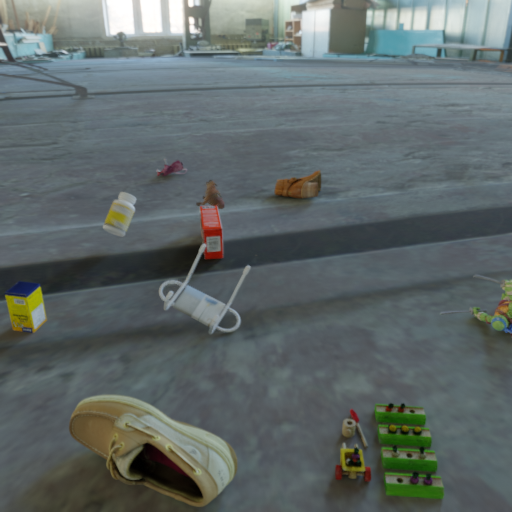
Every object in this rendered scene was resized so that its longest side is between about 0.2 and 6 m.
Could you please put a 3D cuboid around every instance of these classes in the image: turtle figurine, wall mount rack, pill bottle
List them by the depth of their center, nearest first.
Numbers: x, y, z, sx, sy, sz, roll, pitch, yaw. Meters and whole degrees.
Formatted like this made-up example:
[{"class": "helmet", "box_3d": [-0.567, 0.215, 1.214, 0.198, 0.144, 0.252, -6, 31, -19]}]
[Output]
[{"class": "wall mount rack", "box_3d": [-0.805, 0.558, 9.201, 1.472, 0.549, 1.279, 27, 51, 7]}, {"class": "turtle figurine", "box_3d": [3.977, 0.678, 9.242, 1.276, 0.918, 1.237, 27, 32, 37]}, {"class": "pill bottle", "box_3d": [-2.908, -0.899, 12.042, 0.489, 0.878, 0.489, 19, -14, 5]}]

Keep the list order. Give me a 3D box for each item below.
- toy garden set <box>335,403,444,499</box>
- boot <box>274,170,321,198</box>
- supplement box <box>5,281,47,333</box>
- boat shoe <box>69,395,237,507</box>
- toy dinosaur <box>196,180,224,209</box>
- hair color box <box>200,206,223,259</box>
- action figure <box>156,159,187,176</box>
[{"class": "toy garden set", "box_3d": [1.532, 2.209, 6.723, 1.174, 0.281, 1.409, 2, 25, 5]}, {"class": "boot", "box_3d": [1.165, -1.950, 15.326, 1.176, 0.581, 1.514, 2, 32, 14]}, {"class": "supplement box", "box_3d": [-3.741, 0.833, 9.110, 0.396, 0.723, 0.393, 6, 26, 12]}, {"class": "boat shoe", "box_3d": [-1.282, 2.159, 6.251, 2.107, 0.780, 0.699, 10, 21, 20]}, {"class": "toy dinosaur", "box_3d": [-0.970, -1.323, 13.328, 0.647, 0.955, 0.410, -19, 51, 33]}, {"class": "hair color box", "box_3d": [-0.965, -0.524, 12.014, 0.421, 0.697, 1.373, -4, 25, -6]}, {"class": "action figure", "box_3d": [-2.606, -2.535, 16.754, 0.859, 0.575, 0.640, -34, 83, -32]}]
